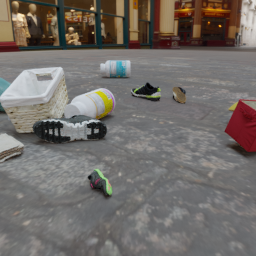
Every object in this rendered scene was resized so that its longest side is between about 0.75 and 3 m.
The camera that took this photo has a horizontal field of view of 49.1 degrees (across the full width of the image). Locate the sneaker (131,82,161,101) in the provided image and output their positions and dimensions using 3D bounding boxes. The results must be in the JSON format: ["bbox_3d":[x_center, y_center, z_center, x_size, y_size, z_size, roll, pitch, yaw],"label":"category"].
[{"bbox_3d":[1.073,-2.196,16.078,0.790,0.912,2.202,-18,27,-40],"label":"sneaker"}]

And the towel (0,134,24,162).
[{"bbox_3d":[-4.611,0.779,8.776,2.326,0.401,1.541,-18,25,-39],"label":"towel"}]

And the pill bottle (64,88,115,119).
[{"bbox_3d":[-1.631,-0.890,12.056,1.250,1.250,2.397,10,23,26],"label":"pill bottle"}]

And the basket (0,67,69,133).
[{"bbox_3d":[-3.574,-1.146,11.241,1.800,1.638,2.655,-3,34,6],"label":"basket"}]

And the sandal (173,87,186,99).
[{"bbox_3d":[3.075,-2.158,16.694,0.744,0.419,1.956,4,20,10],"label":"sandal"}]

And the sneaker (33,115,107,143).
[{"bbox_3d":[-2.127,-0.014,10.335,2.599,0.864,1.176,-1,17,-13],"label":"sneaker"}]

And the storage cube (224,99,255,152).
[{"bbox_3d":[4.184,-0.090,9.151,1.427,1.282,1.219,-1,32,-26],"label":"storage cube"}]

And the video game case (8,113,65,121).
[{"bbox_3d":[-3.636,-0.656,12.778,2.329,0.281,2.555,9,23,24],"label":"video game case"}]

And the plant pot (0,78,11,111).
[{"bbox_3d":[-5.965,-1.499,13.499,1.235,1.539,1.539,25,27,15],"label":"plant pot"}]

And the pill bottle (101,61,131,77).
[{"bbox_3d":[-0.988,-4.722,22.395,2.369,1.312,1.312,0,20,-1],"label":"pill bottle"}]

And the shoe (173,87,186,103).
[{"bbox_3d":[2.837,-1.757,15.527,0.516,0.394,1.475,-5,39,-9],"label":"shoe"}]

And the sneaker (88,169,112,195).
[{"bbox_3d":[-0.721,1.436,7.119,0.434,0.397,1.035,-30,29,-17],"label":"sneaker"}]

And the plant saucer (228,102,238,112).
[{"bbox_3d":[5.506,-0.738,11.325,2.028,0.491,2.028,10,0,-36],"label":"plant saucer"}]
